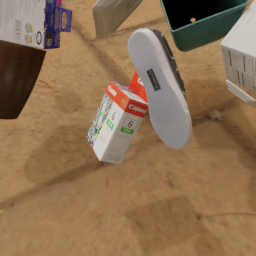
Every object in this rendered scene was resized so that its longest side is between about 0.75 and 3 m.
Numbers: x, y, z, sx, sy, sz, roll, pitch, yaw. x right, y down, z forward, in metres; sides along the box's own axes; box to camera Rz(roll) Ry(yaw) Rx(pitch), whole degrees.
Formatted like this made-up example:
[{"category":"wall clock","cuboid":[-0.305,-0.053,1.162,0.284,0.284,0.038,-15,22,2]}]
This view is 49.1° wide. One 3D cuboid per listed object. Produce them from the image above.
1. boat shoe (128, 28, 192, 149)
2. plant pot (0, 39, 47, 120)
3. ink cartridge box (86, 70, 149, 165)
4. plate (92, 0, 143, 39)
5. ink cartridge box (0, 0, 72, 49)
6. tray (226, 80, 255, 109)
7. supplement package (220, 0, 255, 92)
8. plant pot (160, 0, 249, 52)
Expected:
[{"category":"boat shoe","cuboid":[0.593,-0.629,4.340,0.625,0.659,1.885,-33,101,-45]},{"category":"plant pot","cuboid":[-2.904,-1.138,6.596,1.638,1.753,1.638,13,10,-2]},{"category":"ink cartridge box","cuboid":[-0.119,-0.381,5.204,0.473,1.877,1.023,16,18,-30]},{"category":"plate","cuboid":[-0.060,-3.525,7.724,0.366,2.258,2.263,42,87,-1]},{"category":"ink cartridge box","cuboid":[-2.301,-2.596,6.423,2.006,1.368,0.766,14,21,13]},{"category":"tray","cuboid":[2.386,-0.636,5.740,0.696,0.144,1.297,46,20,25]},{"category":"supplement package","cuboid":[3.451,-1.656,6.261,2.028,1.528,1.539,35,84,34]},{"category":"plant pot","cuboid":[1.858,-3.189,7.634,1.806,2.556,1.805,-18,81,11]}]
